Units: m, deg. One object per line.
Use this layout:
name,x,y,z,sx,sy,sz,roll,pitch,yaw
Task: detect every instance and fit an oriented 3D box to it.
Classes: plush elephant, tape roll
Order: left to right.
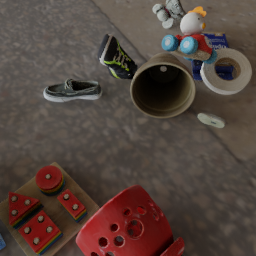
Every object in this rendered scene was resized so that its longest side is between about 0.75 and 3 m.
plush elephant,1.895,-5.329,12.891,1.212,1.289,1.565,-22,11,27
tape roll,3.734,-2.174,10.679,1.869,0.342,1.869,0,73,0

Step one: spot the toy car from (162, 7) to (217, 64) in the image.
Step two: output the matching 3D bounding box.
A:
toy car,2.401,-3.444,10.036,1.696,1.840,1.627,5,14,-46

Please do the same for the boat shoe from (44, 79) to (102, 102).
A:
boat shoe,-2.038,-1.481,10.258,2.150,0.762,0.775,-4,54,-3

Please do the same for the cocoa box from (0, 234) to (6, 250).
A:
cocoa box,-4.655,2.178,6.968,1.777,1.806,2.708,-32,60,-21

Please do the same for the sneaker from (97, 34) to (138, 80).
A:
sneaker,-0.176,-2.320,9.525,1.101,2.660,0.954,19,87,14

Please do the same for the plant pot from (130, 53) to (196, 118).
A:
plant pot,1.222,-1.697,9.844,2.124,2.124,1.843,5,37,4

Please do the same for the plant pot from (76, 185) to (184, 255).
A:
plant pot,0.119,2.659,6.510,2.047,2.047,1.864,-34,64,-22

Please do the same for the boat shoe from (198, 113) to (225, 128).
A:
boat shoe,2.906,-0.307,9.724,0.957,0.334,0.341,23,42,14

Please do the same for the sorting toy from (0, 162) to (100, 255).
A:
sorting toy,-2.268,2.140,7.655,2.138,0.744,2.125,-39,63,-24

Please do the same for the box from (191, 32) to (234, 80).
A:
box,3.395,-3.044,11.609,1.622,0.434,2.677,1,56,1
